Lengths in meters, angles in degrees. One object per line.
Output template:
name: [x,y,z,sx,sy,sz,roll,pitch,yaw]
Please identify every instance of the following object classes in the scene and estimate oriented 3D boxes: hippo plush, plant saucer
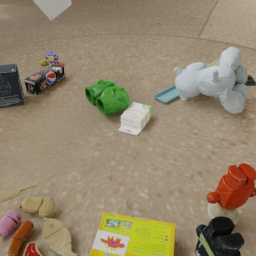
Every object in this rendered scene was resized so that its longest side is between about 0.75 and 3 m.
hippo plush: [3.098,-1.557,10.839,2.331,2.309,2.899,-3,30,42]
plant saucer: [1.958,-1.483,11.845,1.942,0.184,0.679,-28,44,-34]

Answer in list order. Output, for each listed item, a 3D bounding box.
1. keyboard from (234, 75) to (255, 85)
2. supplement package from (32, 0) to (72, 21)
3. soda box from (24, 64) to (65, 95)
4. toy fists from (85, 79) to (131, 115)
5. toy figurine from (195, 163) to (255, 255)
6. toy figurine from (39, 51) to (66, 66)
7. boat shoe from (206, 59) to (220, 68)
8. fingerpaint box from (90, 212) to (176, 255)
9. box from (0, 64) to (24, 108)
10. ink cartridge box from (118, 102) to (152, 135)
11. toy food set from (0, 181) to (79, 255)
keyboard: [4.819,-2.291,12.928,1.852,0.238,1.112,0,36,-2]
supplement package: [-3.037,-5.104,10.729,1.087,1.396,0.774,-31,44,15]
soda box: [-3.651,-2.194,12.459,0.676,0.605,1.912,17,39,22]
toy fists: [-0.761,-1.283,10.866,1.209,0.816,2.372,-17,30,-23]
toy figurine: [2.597,2.254,5.420,2.526,1.785,2.566,21,38,17]
toy figurine: [-3.884,-3.580,14.251,1.294,0.775,0.682,12,37,16]
boat shoe: [3.771,-2.680,13.160,1.666,0.552,0.623,-25,35,7]
fingerpaint box: [0.115,2.582,5.794,1.630,0.598,1.360,6,35,9]
box: [-4.769,-1.637,10.936,1.095,1.475,0.790,-9,37,-14]
ink cartridge box: [0.261,-0.358,10.016,0.799,0.459,1.364,15,38,19]
toy food set: [-2.221,2.340,6.402,1.468,0.364,2.310,-19,47,-24]
